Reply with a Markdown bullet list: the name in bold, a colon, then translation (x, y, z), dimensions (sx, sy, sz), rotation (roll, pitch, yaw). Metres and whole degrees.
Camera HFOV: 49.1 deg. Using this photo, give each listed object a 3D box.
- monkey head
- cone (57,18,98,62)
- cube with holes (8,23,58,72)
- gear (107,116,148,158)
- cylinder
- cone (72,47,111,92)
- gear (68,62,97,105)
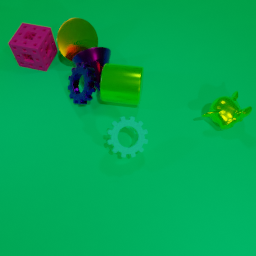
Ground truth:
- **monkey head**: translation (3.110, -0.578, 8.585), dimensions (1.656, 1.191, 0.998), rotation (-33, 83, -24)
- **cone**: translation (-2.165, -3.306, 10.657), dimensions (1.560, 1.560, 1.565), rotation (-32, 29, -20)
- **cube with holes**: translation (-3.422, -2.951, 10.256), dimensions (1.119, 1.119, 1.119), rotation (13, 60, 9)
- **gear**: translation (-0.017, 0.253, 7.891), dimensions (1.152, 0.213, 1.152), rotation (1, 86, -12)
- **cylinder**: translation (-0.176, -1.430, 9.150), dimensions (1.261, 1.261, 1.261), rotation (7, 55, 4)
- **cone**: translation (-1.086, -1.853, 9.806), dimensions (1.413, 1.413, 1.418), rotation (-15, 83, -10)
- **gear**: translation (-1.521, -1.448, 9.171), dimensions (0.248, 1.341, 1.341), rotation (0, 47, -43)
